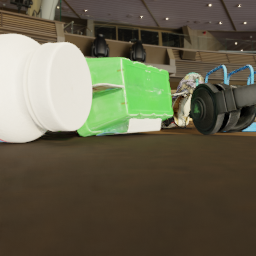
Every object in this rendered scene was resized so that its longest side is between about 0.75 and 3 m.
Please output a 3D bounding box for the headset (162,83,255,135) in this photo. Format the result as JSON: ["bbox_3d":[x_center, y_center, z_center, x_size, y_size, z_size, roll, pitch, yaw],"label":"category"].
[{"bbox_3d":[1.725,-0.539,5.264,2.746,1.290,1.696,-16,-10,43],"label":"headset"}]

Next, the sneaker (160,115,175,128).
[{"bbox_3d":[0.478,-0.336,8.429,1.019,0.966,2.481,-31,21,-24],"label":"sneaker"}]

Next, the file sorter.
[{"bbox_3d":[3.195,-0.673,6.708,2.424,1.487,1.682,1,3,0],"label":"file sorter"}]

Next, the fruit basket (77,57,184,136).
[{"bbox_3d":[-0.696,-0.340,5.266,2.818,1.321,2.610,-16,-7,34],"label":"fruit basket"}]

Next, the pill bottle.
[{"bbox_3d":[-1.673,-0.450,3.389,2.298,1.250,1.250,0,2,19],"label":"pill bottle"}]

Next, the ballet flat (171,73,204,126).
[{"bbox_3d":[1.672,-0.574,8.739,0.914,0.914,2.543,0,-33,-10],"label":"ballet flat"}]
